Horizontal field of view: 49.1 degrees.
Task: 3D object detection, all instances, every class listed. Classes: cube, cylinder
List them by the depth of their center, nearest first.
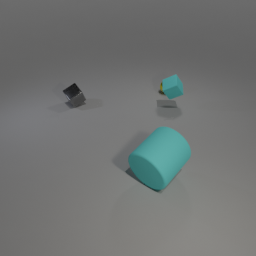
[{"bbox_3d":[0.964,0.903,8.537,1.400,1.400,1.400,25,53,34],"label":"cylinder"},{"bbox_3d":[2.006,-1.826,12.532,0.700,0.700,0.700,-19,49,29],"label":"cube"},{"bbox_3d":[-2.502,-1.523,13.093,0.700,0.700,0.700,-35,65,-8],"label":"cube"}]

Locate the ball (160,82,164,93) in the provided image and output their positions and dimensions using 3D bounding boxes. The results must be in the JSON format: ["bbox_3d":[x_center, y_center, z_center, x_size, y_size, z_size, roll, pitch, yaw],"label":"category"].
[{"bbox_3d":[1.994,-2.131,14.421,0.700,0.700,0.700,0,32,0],"label":"ball"}]
